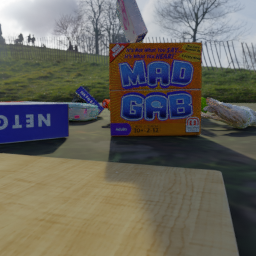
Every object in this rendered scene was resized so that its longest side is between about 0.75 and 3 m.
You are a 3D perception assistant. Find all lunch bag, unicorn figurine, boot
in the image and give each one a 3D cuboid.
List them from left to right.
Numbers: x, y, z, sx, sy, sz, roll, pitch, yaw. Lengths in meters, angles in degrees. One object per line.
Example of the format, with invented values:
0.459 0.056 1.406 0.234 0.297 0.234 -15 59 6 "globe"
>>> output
-1.780 -0.594 10.003 1.307 0.628 1.629 1 6 9 "lunch bag"
-2.134 -1.167 12.023 0.666 1.669 1.836 29 -6 -8 "boot"
3.148 -0.417 7.837 1.763 0.948 2.566 16 28 32 "unicorn figurine"

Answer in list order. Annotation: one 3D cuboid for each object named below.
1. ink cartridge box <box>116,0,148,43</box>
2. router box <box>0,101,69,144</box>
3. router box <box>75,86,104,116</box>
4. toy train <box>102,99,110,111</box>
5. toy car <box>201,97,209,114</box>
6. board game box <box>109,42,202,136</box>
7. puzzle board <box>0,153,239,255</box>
-0.044 -3.835 9.313 0.466 2.150 2.111 -23 5 -2 "ink cartridge box"
-3.021 -0.162 5.605 2.832 0.692 2.541 -5 8 -41 "router box"
-1.597 -1.104 11.660 1.325 0.324 1.189 44 -7 -5 "router box"
0.456 -0.522 9.321 2.593 0.721 1.948 4 5 9 "toy train"
2.042 -2.060 12.526 2.456 2.990 2.359 -3 7 -27 "toy car"
0.527 -0.856 6.530 1.876 1.877 1.878 -1 6 -2 "board game box"
-0.655 0.554 1.213 2.156 0.249 2.861 3 7 15 "puzzle board"
